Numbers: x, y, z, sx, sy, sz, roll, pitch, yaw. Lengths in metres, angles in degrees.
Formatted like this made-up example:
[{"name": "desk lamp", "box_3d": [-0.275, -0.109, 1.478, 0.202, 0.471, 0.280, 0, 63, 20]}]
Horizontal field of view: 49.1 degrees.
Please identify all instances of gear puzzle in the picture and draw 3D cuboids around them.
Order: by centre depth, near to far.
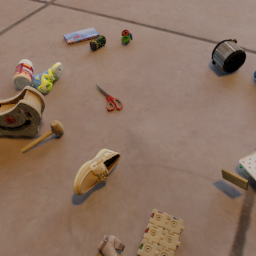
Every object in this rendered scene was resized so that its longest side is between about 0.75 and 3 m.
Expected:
[{"name": "gear puzzle", "box_3d": [0.800, 3.129, 7.303, 0.976, 0.247, 1.885, 18, 54, 13]}]

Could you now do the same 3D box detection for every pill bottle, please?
[{"name": "pill bottle", "box_3d": [-4.387, -2.306, 11.808, 0.730, 0.730, 1.292, -5, 48, -5]}]

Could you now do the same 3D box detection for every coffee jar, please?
[{"name": "coffee jar", "box_3d": [-1.477, -4.128, 13.629, 0.378, 0.463, 0.887, 29, 53, 25]}]

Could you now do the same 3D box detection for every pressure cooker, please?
[{"name": "pressure cooker", "box_3d": [4.382, -3.239, 12.347, 1.162, 1.180, 1.321, -19, 51, -12]}]

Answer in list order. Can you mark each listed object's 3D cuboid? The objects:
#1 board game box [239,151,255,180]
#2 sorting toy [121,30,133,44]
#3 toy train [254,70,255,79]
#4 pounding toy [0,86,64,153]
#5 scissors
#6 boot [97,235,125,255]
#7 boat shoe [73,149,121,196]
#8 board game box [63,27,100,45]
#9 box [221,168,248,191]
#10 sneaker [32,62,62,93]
[{"name": "board game box", "box_3d": [5.081, 1.499, 8.632, 2.390, 0.309, 2.390, -22, 53, -19]}, {"name": "sorting toy", "box_3d": [-0.039, -4.542, 14.124, 0.561, 0.383, 0.934, -10, 59, 12]}, {"name": "toy train", "box_3d": [6.576, -2.164, 11.641, 2.329, 0.986, 1.347, -11, 36, -9]}, {"name": "pounding toy", "box_3d": [-3.696, -0.277, 9.383, 2.867, 1.639, 1.644, 0, 48, 1]}, {"name": "scissors", "box_3d": [-0.763, -1.294, 11.342, 0.663, 0.126, 1.814, -18, 49, -12]}, {"name": "boot", "box_3d": [-0.498, 3.206, 7.198, 0.637, 0.306, 0.871, 14, 48, 21]}, {"name": "boat shoe", "box_3d": [-0.898, 1.280, 8.400, 0.627, 0.693, 1.943, 6, 36, 29]}, {"name": "board game box", "box_3d": [-2.377, -4.728, 14.365, 1.680, 0.163, 0.865, -20, 50, -17]}, {"name": "box", "box_3d": [3.133, 1.509, 8.226, 0.783, 0.640, 0.083, 28, 71, 35]}, {"name": "sneaker", "box_3d": [-3.458, -2.222, 11.795, 0.899, 0.648, 1.712, 12, 50, 11]}]
